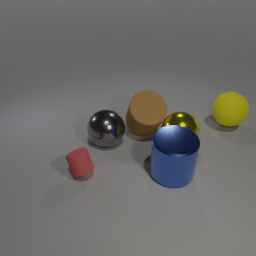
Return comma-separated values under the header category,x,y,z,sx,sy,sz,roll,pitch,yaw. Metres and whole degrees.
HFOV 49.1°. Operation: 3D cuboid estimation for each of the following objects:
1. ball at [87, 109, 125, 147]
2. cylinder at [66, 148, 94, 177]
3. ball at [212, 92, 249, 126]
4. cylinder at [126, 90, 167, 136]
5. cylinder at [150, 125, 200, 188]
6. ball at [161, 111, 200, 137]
category,x,y,z,sx,sy,sz,roll,pitch,yaw
ball,-0.806,0.016,10.356,1.400,1.400,1.400,0,29,0
cylinder,-1.493,1.066,8.729,0.700,0.700,0.700,-18,13,4
ball,4.167,-0.765,11.413,1.400,1.400,1.400,0,29,0
cylinder,0.669,-0.540,10.784,1.400,1.400,1.400,2,71,-6
cylinder,1.409,0.865,8.598,1.400,1.400,1.400,0,39,0
ball,1.902,0.096,10.245,1.400,1.400,1.400,0,29,0
